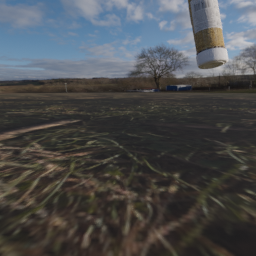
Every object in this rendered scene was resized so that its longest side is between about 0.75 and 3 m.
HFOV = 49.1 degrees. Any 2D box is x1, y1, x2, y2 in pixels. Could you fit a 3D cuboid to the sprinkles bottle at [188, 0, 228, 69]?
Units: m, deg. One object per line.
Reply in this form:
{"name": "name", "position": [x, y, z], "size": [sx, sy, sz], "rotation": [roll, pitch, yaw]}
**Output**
{"name": "sprinkles bottle", "position": [2.570, -3.446, 9.215], "size": [0.981, 2.874, 0.981], "rotation": [-7, -6, -1]}
